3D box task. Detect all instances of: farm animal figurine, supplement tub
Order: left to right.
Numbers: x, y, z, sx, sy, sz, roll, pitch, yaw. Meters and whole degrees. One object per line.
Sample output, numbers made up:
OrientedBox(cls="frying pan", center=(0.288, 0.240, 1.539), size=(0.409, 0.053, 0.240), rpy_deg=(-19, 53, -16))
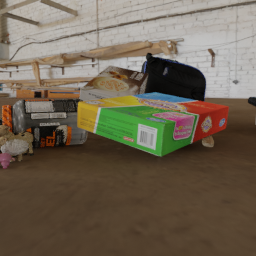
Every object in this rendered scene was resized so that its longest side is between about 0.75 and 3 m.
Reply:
OrientedBox(cls="farm animal figurine", center=(-2.515, 0.223, 5.325), size=(1.485, 0.747, 1.199), rpy_deg=(3, 8, 22))
OrientedBox(cls="supplement tub", center=(-1.905, -0.113, 6.493), size=(1.801, 1.103, 1.103), rpy_deg=(-4, 9, -21))

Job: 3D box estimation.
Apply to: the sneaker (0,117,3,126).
OrientedBox(cls="sneaker", center=(-3.728, -0.059, 8.198), size=(1.289, 0.528, 0.472), rpy_deg=(-3, 9, -15))

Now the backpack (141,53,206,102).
OrientedBox(cls="backpack", center=(1.894, -1.718, 12.668), size=(2.886, 2.641, 2.121), rpy_deg=(9, 4, -6))

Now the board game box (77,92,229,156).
OrientedBox(cls="board game box", center=(0.664, -0.261, 6.349), size=(2.203, 0.581, 2.879), rpy_deg=(17, 20, 37))

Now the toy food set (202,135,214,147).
OrientedBox(cls="toy food set", center=(0.666, 0.219, 6.747), size=(2.677, 0.537, 1.848), rpy_deg=(8, 16, 11))

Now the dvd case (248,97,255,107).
OrientedBox(cls="dvd case", center=(5.355, -0.375, 8.428), size=(2.034, 0.250, 2.851), rpy_deg=(-3, 27, -19))

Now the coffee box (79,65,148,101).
OrientedBox(cls="coffee box", center=(-0.382, -1.089, 9.246), size=(1.576, 1.099, 2.756), rpy_deg=(15, 29, 8))
